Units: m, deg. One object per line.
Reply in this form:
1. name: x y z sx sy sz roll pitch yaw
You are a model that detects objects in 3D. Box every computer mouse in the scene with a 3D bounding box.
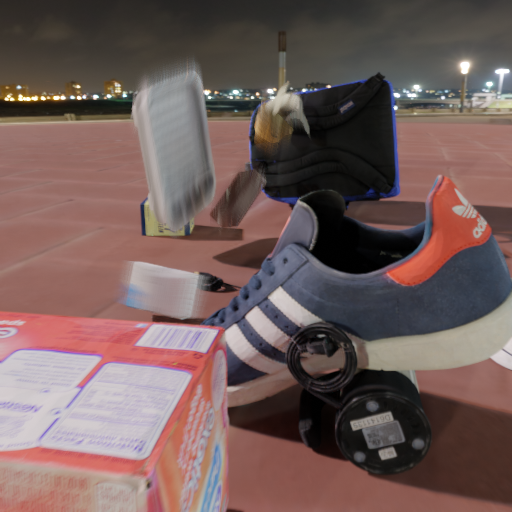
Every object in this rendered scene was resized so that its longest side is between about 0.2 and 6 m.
1. computer mouse: -0.170 0.354 7.980 1.909 0.325 0.560 7 19 22

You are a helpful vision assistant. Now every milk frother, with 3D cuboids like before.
1. milk frother: 0.823 0.933 4.590 1.076 1.192 1.121 -1 16 9

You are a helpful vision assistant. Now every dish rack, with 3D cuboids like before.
1. dish rack: -1.449 -1.873 9.895 0.536 2.463 2.114 4 27 20

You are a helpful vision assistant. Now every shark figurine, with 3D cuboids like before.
1. shark figurine: 0.780 -3.070 11.701 0.630 0.902 1.509 37 -1 -37

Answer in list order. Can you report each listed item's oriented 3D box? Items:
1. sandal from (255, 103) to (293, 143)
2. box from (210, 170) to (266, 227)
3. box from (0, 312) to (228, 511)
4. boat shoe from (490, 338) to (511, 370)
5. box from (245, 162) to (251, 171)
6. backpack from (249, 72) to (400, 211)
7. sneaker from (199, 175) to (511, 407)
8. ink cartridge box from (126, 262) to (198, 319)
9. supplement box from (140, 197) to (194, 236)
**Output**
1. sandal: 0.242 -2.534 11.085 0.762 0.513 1.898 39 1 -11
2. box: -0.324 -1.023 9.973 0.518 0.388 1.035 0 55 54
3. box: -1.712 1.220 3.244 2.921 1.383 1.499 3 17 8
4. boat shoe: 3.067 0.930 5.475 0.720 0.658 2.002 -7 18 -23
5. box: 1.456 -2.566 17.087 2.904 0.643 2.327 9 20 28
6. backpack: 1.638 -2.388 13.265 3.334 2.709 2.797 -4 -4 16
7. sneaker: 0.300 0.282 4.803 3.417 1.444 1.281 -18 15 26
8. ink cartridge box: -1.163 0.426 6.954 0.769 0.563 0.330 12 1 15
9. supplement box: -1.775 -0.826 11.324 0.951 0.639 0.952 0 17 -1
